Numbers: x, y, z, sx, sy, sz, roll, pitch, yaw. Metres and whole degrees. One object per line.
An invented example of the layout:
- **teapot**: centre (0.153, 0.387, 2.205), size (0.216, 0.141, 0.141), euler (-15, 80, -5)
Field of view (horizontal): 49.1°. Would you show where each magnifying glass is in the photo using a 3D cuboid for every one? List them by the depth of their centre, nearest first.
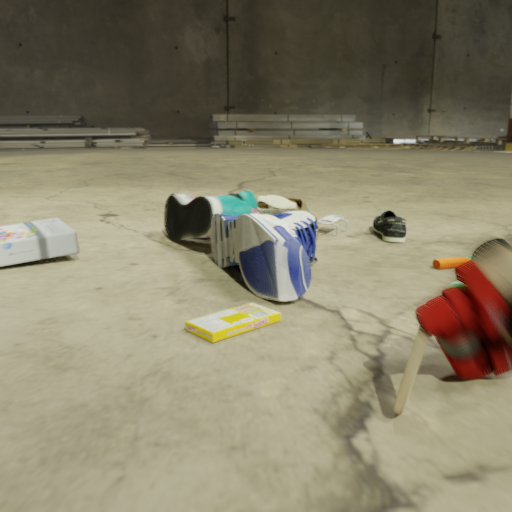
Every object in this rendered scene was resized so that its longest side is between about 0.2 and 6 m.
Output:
- **magnifying glass**: centre (4.096, 0.082, 10.431), size (1.807, 0.202, 0.719), euler (-6, 15, -20)

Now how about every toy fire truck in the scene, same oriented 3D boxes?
- **toy fire truck**: centre (1.963, 0.855, 5.442), size (1.638, 1.442, 1.054), euler (-26, 49, 8)

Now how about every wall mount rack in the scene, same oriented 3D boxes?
- **wall mount rack**: centre (1.631, -0.732, 13.376), size (0.934, 0.401, 1.075), euler (12, 18, 27)

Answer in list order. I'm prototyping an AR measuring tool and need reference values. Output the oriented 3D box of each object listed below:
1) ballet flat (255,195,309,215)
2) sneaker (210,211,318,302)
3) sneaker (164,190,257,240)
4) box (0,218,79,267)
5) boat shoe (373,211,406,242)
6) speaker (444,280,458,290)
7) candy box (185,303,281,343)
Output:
- **ballet flat**: centre (-0.176, -1.039, 12.937), size (2.920, 0.953, 1.029), euler (-2, 51, -2)
- **sneaker**: centre (0.451, -0.250, 9.563), size (1.786, 1.250, 3.093), euler (-7, 14, -20)
- **sneaker**: centre (-0.839, -0.874, 12.225), size (1.707, 1.182, 2.827), euler (1, 5, -30)
- **box**: centre (-4.802, -0.222, 10.789), size (2.319, 0.477, 1.808), euler (-13, 18, -27)
- **boat shoe**: centre (3.114, -0.766, 13.006), size (0.656, 0.617, 1.825), euler (-1, 12, 2)
- **speaker**: centre (3.083, 0.519, 7.979), size (0.526, 0.526, 1.190), euler (12, 17, 39)
- **candy box**: centre (-0.289, 0.858, 7.358), size (1.167, 0.154, 0.596), euler (-12, 16, -40)
